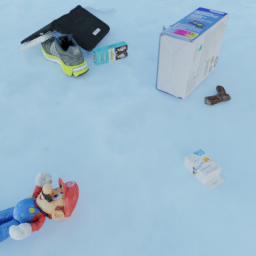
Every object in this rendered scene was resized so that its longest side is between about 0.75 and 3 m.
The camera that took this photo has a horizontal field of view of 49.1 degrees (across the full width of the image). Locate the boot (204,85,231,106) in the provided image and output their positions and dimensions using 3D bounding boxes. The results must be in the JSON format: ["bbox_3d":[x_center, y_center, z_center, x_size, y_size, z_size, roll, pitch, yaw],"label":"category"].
[{"bbox_3d":[2.651,-1.008,8.682,0.804,0.258,0.749,-17,43,-11],"label":"boot"}]

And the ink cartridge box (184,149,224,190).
[{"bbox_3d":[1.784,0.948,6.505,0.510,0.301,0.886,-23,48,-23],"label":"ink cartridge box"}]

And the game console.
[{"bbox_3d":[-2.426,-3.808,11.459,2.510,1.661,2.855,33,37,-10],"label":"game console"}]

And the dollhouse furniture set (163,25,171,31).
[{"bbox_3d":[2.059,-4.175,11.893,0.954,0.492,0.944,-11,44,-11],"label":"dollhouse furniture set"}]

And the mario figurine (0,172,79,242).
[{"bbox_3d":[-1.870,1.446,5.414,1.877,0.995,1.158,-22,74,-13],"label":"mario figurine"}]

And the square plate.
[{"bbox_3d":[-3.331,-3.541,10.925,1.484,0.213,1.498,-9,32,33],"label":"square plate"}]

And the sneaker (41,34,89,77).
[{"bbox_3d":[-2.324,-2.894,10.043,1.011,1.108,2.738,-29,49,-29],"label":"sneaker"}]

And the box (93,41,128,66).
[{"bbox_3d":[-0.636,-2.756,10.332,1.308,0.538,0.321,-22,48,-21],"label":"box"}]

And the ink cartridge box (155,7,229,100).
[{"bbox_3d":[2.156,-2.519,8.987,1.118,1.998,2.928,29,50,27],"label":"ink cartridge box"}]
